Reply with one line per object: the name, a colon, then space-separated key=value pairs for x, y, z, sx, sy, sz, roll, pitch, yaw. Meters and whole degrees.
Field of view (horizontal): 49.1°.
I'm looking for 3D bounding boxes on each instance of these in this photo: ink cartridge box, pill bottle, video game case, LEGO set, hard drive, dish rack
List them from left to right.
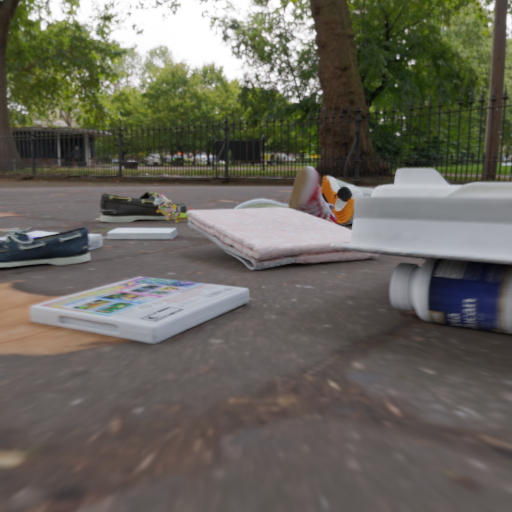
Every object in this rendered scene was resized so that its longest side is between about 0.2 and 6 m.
ink cartridge box: x=-3.629 y=-0.224 z=9.888 sx=1.332 sy=0.289 sz=1.320 roll=4 pitch=9 yaw=11
hard drive: x=-2.399 y=-0.469 z=11.914 sx=1.310 sy=0.175 sz=0.864 roll=1 pitch=9 yaw=0
video game case: x=-1.099 y=0.488 z=5.621 sx=1.486 sy=0.193 sz=1.632 roll=4 pitch=11 yaw=28
LEGO set: x=-2.140 y=-1.335 z=15.389 sx=1.528 sy=0.569 sz=0.703 roll=20 pitch=41 yaw=11
pill bottle: x=1.847 y=0.338 z=5.162 sx=1.117 sy=0.620 sz=0.620 roll=5 pitch=10 yaw=35
dish rack: x=3.172 y=-0.241 z=5.864 sx=3.622 sy=0.919 sz=4.220 roll=7 pitch=2 yaw=36

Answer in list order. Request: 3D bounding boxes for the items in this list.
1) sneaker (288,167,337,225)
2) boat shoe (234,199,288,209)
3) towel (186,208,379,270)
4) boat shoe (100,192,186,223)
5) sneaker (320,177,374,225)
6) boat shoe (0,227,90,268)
sneaker: x=1.285 y=-1.085 z=11.632 sx=1.083 sy=0.686 sz=1.925 roll=4 pitch=-35 yaw=-8
boat shoe: x=0.484 y=-0.871 z=12.713 sx=2.114 sy=0.761 sz=0.656 roll=0 pitch=16 yaw=-1
towel: x=0.388 y=-0.355 z=9.408 sx=2.410 sy=0.407 sz=2.524 roll=-5 pitch=20 yaw=-31
boat shoe: x=-3.143 y=-1.425 z=16.034 sx=2.684 sy=0.808 sz=0.957 roll=-7 pitch=11 yaw=-38
sneaker: x=2.723 y=-1.430 z=15.583 sx=1.520 sy=1.251 sz=3.304 roll=6 pitch=15 yaw=-11
boat shoe: x=-3.428 y=-0.135 z=8.366 sx=1.874 sy=0.579 sz=0.702 roll=-4 pitch=10 yaw=-26
